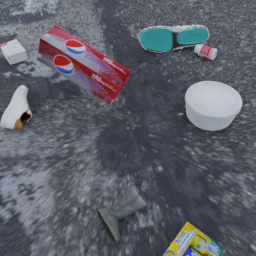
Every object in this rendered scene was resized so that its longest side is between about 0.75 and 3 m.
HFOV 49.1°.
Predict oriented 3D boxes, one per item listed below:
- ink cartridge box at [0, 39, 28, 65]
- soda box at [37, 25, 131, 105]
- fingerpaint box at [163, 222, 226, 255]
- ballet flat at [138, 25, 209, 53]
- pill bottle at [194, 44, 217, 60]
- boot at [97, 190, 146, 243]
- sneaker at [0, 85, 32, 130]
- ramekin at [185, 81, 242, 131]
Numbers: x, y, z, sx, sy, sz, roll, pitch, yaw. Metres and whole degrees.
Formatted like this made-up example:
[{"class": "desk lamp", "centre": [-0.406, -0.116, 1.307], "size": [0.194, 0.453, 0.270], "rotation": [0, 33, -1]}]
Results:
[{"class": "ink cartridge box", "centre": [-4.349, -2.887, 10.639], "size": [0.703, 0.404, 0.969], "rotation": [-27, 53, -23]}, {"class": "soda box", "centre": [-1.270, -1.798, 8.059], "size": [2.566, 0.898, 0.814], "rotation": [31, 50, -4]}, {"class": "fingerpaint box", "centre": [1.249, 2.599, 5.554], "size": [0.911, 0.401, 1.092], "rotation": [32, 55, 26]}, {"class": "ballet flat", "centre": [1.744, -3.512, 11.047], "size": [2.854, 1.024, 1.024], "rotation": [-4, 47, -8]}, {"class": "pill bottle", "centre": [2.943, -2.898, 10.631], "size": [0.777, 0.436, 0.436], "rotation": [28, 53, 23]}, {"class": "boot", "centre": [-0.059, 1.939, 6.248], "size": [1.024, 0.372, 0.931], "rotation": [-17, 51, -24]}, {"class": "sneaker", "centre": [-3.212, -0.584, 8.483], "size": [0.729, 0.627, 1.722], "rotation": [17, 46, -13]}, {"class": "ramekin", "centre": [2.464, -0.622, 8.301], "size": [1.614, 0.752, 1.614], "rotation": [0, 47, 0]}]
